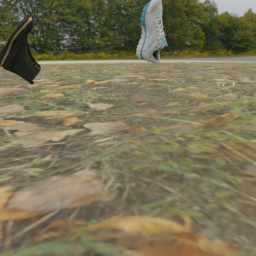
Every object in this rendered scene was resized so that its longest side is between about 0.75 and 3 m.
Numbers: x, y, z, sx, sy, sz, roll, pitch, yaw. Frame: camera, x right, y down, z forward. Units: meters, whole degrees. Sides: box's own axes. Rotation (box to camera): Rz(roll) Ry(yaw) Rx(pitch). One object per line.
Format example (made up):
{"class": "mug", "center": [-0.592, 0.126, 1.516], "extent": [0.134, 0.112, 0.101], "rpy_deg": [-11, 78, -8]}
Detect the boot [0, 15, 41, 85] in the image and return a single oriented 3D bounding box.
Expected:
{"class": "boot", "center": [-2.953, -2.271, 8.345], "extent": [1.259, 1.820, 0.705], "rpy_deg": [33, 33, -24]}

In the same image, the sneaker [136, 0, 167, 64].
{"class": "sneaker", "center": [1.164, -3.858, 11.395], "extent": [1.190, 2.745, 1.029], "rpy_deg": [36, 53, 27]}
